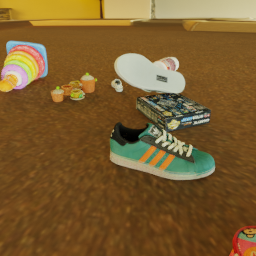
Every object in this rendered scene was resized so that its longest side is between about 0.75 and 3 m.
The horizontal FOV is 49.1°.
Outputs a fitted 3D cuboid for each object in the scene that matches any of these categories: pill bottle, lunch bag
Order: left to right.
[{"bbox_3d":[1.626,-2.636,12.176,0.788,0.788,1.438,16,30,30],"label":"pill bottle"},{"bbox_3d":[1.911,1.894,2.668,1.645,0.765,1.868,4,31,7],"label":"lunch bag"}]

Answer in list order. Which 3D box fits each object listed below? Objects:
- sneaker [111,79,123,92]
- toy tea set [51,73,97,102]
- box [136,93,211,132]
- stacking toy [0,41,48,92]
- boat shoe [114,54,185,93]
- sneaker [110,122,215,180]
[{"bbox_3d":[-0.401,-1.708,10.722,0.372,0.360,1.018,-7,26,-15],"label":"sneaker"},{"bbox_3d":[-1.909,-1.492,9.865,1.127,0.702,1.896,8,27,16],"label":"toy tea set"},{"bbox_3d":[1.270,-0.543,8.194,1.451,0.420,1.826,-11,28,-22],"label":"box"},{"bbox_3d":[-4.166,-2.088,10.608,1.612,1.524,2.777,6,36,-2],"label":"stacking toy"},{"bbox_3d":[0.552,-1.458,8.218,2.461,0.870,0.784,13,-7,-35],"label":"boat shoe"},{"bbox_3d":[0.644,0.406,5.659,2.210,0.883,0.789,8,27,16],"label":"sneaker"}]
